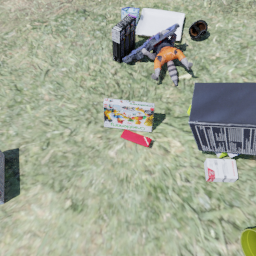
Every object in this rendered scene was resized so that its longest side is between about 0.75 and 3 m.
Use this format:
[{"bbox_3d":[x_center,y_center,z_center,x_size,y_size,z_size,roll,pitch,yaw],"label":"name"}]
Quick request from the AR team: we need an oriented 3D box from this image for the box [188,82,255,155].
[{"bbox_3d":[3.112,-0.221,8.159,2.254,2.273,1.400,3,67,23],"label":"box"}]

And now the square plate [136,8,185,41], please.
[{"bbox_3d":[1.586,-5.023,13.685,2.144,0.308,2.164,11,57,6],"label":"square plate"}]

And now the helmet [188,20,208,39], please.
[{"bbox_3d":[3.292,-4.598,13.072,0.848,0.848,0.808,36,45,22],"label":"helmet"}]

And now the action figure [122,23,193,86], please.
[{"bbox_3d":[1.273,-3.002,12.020,2.790,1.459,2.699,-26,48,18],"label":"action figure"}]

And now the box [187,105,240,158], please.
[{"bbox_3d":[3.391,-0.005,9.980,1.490,0.582,2.443,-15,57,-20],"label":"box"}]

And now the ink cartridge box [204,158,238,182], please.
[{"bbox_3d":[3.049,1.398,9.223,0.948,0.397,0.684,2,60,1],"label":"ink cartridge box"}]

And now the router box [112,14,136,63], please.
[{"bbox_3d":[-0.161,-3.812,12.028,0.429,1.678,1.252,30,60,18],"label":"router box"}]

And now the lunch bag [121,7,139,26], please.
[{"bbox_3d":[0.104,-5.488,13.746,0.867,0.737,0.552,8,56,5],"label":"lunch bag"}]

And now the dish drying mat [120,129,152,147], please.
[{"bbox_3d":[0.290,0.350,9.889,1.064,0.097,0.409,20,54,14],"label":"dish drying mat"}]

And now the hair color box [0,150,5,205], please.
[{"bbox_3d":[-4.341,1.469,8.890,0.547,0.893,1.804,-12,56,-8],"label":"hair color box"}]

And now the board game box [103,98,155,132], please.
[{"bbox_3d":[0.021,-0.453,10.053,1.784,1.126,0.309,6,42,5],"label":"board game box"}]

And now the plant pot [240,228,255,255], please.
[{"bbox_3d":[3.935,3.198,7.682,1.107,1.150,1.150,-10,55,-21],"label":"plant pot"}]
